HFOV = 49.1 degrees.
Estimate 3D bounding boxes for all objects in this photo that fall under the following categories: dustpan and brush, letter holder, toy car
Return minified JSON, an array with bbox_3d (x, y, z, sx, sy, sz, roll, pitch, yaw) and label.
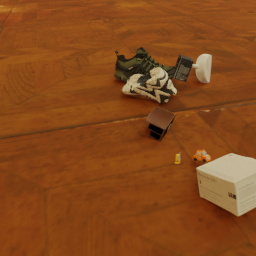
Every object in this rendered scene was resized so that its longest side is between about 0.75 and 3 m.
[{"bbox_3d":[2.877,-2.438,11.208,0.487,1.188,1.703,7,8,29],"label":"dustpan and brush"},{"bbox_3d":[0.933,-0.157,8.616,0.702,0.496,0.987,28,40,12],"label":"letter holder"},{"bbox_3d":[1.678,0.727,7.134,0.958,0.319,0.470,-5,9,-34],"label":"toy car"}]

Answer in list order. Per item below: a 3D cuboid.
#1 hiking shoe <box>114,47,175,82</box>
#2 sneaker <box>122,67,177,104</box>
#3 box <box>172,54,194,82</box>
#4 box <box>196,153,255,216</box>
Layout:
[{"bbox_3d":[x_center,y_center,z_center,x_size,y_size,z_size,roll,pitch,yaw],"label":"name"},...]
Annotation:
[{"bbox_3d":[0.777,-2.621,11.573,2.713,1.366,1.027,0,22,-2],"label":"hiking shoe"},{"bbox_3d":[0.864,-1.357,10.359,2.191,1.426,0.875,-16,44,47],"label":"sneaker"},{"bbox_3d":[1.995,-2.194,10.234,0.501,0.794,0.808,16,23,-2],"label":"box"},{"bbox_3d":[2.350,1.176,6.166,1.174,0.767,1.168,-17,15,-24],"label":"box"}]
